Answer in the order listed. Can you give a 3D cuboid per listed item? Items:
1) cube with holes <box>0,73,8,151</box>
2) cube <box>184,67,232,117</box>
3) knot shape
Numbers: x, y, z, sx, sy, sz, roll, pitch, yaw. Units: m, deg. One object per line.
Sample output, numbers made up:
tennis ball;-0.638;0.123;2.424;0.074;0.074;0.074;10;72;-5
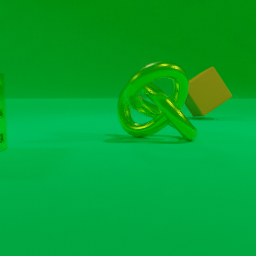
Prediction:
cube with holes;-2.624;-0.201;4.016;1.237;1.237;1.237;0;7;-1
cube;2.833;-1.319;10.633;1.308;1.308;1.308;-34;3;-1
knot shape;0.459;-0.431;5.674;1.757;1.877;0.867;-4;41;41
